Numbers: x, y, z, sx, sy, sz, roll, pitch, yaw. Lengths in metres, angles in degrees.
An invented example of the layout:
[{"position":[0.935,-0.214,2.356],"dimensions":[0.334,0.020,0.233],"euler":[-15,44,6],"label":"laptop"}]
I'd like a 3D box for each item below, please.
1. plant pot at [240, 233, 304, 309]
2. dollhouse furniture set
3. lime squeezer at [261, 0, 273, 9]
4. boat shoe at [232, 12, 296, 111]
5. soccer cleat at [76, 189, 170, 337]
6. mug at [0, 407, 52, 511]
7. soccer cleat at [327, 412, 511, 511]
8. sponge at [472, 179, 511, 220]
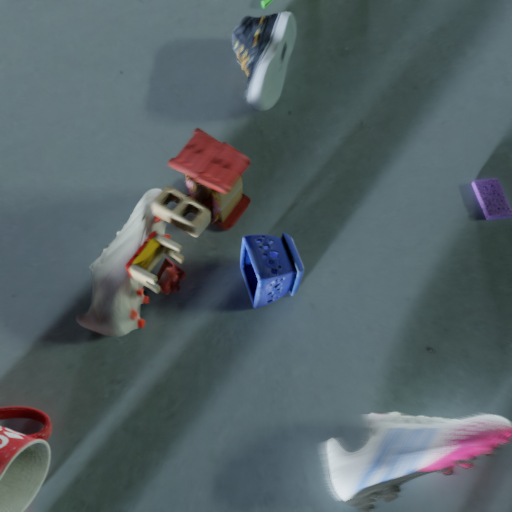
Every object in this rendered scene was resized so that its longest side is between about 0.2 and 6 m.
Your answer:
[{"position":[0.250,0.194,8.741],"dimensions":[0.798,0.887,0.887],"euler":[-11,58,-14],"label":"plant pot"},{"position":[-1.181,-0.566,8.905],"dimensions":[1.052,1.392,2.587],"euler":[31,68,13],"label":"dollhouse furniture set"},{"position":[1.280,-6.515,13.086],"dimensions":[2.678,0.505,0.946],"euler":[-16,60,-11],"label":"lime squeezer"},{"position":[-0.009,-3.921,11.353],"dimensions":[1.135,0.884,2.500],"euler":[6,60,21],"label":"boat shoe"},{"position":[-2.063,-0.008,8.865],"dimensions":[1.021,0.912,2.632],"euler":[5,60,10],"label":"soccer cleat"},{"position":[-3.596,2.596,7.341],"dimensions":[1.599,1.419,1.067],"euler":[16,96,14],"label":"mug"},{"position":[2.097,2.400,7.338],"dimensions":[2.470,0.863,1.066],"euler":[-19,58,-9],"label":"soccer cleat"},{"position":[4.170,-1.011,9.904],"dimensions":[0.453,0.121,0.812],"euler":[-6,58,-3],"label":"sponge"}]
